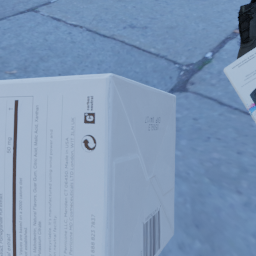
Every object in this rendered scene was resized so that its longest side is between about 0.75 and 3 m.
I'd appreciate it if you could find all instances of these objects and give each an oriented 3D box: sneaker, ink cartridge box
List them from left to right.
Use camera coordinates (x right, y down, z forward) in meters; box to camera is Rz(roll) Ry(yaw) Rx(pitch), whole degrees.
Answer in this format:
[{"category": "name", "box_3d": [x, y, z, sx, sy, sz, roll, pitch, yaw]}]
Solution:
[{"category": "sneaker", "box_3d": [2.203, -1.797, 4.979, 0.722, 0.604, 1.591, 24, 81, -26]}, {"category": "ink cartridge box", "box_3d": [1.582, -0.171, 2.919, 0.474, 0.834, 1.145, -34, 57, 25]}]

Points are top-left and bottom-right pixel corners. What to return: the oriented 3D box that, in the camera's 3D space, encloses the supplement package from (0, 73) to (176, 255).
[{"category": "supplement package", "box_3d": [-0.655, 0.266, 1.936, 1.762, 1.055, 1.069, 2, 2, 25]}]
